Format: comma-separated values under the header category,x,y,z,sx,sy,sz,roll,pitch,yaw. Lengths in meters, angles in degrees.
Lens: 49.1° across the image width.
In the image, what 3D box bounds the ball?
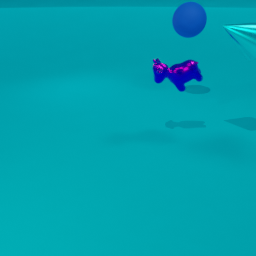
category,x,y,z,sx,sy,sz,roll,pitch,yaw
ball,2.105,-3.704,9.619,1.160,1.160,1.160,0,26,0

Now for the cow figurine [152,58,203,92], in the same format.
category,x,y,z,sx,sy,sz,roll,pitch,yaw
cow figurine,1.239,-1.475,7.241,1.168,1.149,0.641,-28,40,24

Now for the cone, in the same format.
category,x,y,z,sx,sy,sz,roll,pitch,yaw
cone,2.663,-2.228,6.623,0.985,0.981,0.981,22,26,-5
